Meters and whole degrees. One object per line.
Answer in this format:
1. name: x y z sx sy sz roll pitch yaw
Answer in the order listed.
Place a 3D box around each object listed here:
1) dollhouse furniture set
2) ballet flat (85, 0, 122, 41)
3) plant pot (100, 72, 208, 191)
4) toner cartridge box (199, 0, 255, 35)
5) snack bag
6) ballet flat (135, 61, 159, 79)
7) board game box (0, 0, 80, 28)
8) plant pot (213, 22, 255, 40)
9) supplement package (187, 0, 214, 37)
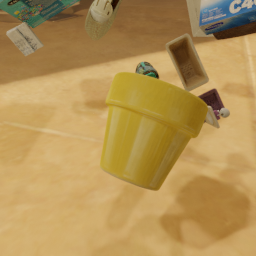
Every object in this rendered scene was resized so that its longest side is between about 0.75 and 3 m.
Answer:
1. dollhouse furniture set: 1.046 -0.719 5.179 1.436 1.813 1.286 -26 8 2
2. ballet flat: -0.660 -4.340 9.303 0.975 2.890 0.901 28 0 6
3. plant pot: 0.277 0.111 4.576 1.621 1.525 1.621 21 -2 1
4. toner cartridge box: 1.807 -1.952 4.252 1.418 0.674 0.306 -4 -17 42
5. snack bag: -3.389 -2.918 9.267 1.023 0.964 0.109 -11 41 31
6. ballet flat: 0.484 -0.821 6.273 0.612 1.648 0.612 -4 53 6
7. board game box: -2.658 -4.000 8.350 1.938 0.602 2.567 -28 4 6
8. plant pot: 2.577 -2.660 6.201 1.553 1.451 1.451 -22 23 33
9. supplement package: 2.600 -3.735 8.501 1.291 1.658 0.919 11 60 30
